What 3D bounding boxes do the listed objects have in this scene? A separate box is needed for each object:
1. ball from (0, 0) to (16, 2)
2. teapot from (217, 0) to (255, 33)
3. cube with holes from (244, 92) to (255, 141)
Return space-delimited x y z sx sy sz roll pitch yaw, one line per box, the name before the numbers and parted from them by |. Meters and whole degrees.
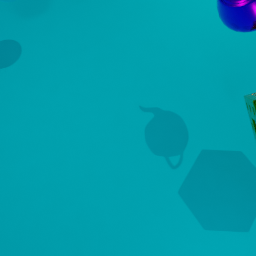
ball | -3.012 -3.583 6.802 0.969 0.969 0.969 0 68 0
teapot | 2.018 -2.348 4.767 1.224 0.964 1.968 -51 50 17
cube with holes | 3.029 -0.118 5.141 1.285 1.285 1.285 -15 96 18
